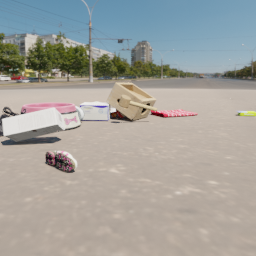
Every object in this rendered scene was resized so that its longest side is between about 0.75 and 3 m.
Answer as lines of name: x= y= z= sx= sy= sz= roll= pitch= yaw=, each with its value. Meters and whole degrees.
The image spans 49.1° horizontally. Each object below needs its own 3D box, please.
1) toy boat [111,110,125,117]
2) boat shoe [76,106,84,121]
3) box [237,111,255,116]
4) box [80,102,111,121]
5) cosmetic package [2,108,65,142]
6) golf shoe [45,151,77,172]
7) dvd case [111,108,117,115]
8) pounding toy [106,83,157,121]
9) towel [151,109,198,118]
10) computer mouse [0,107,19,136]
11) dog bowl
toy boat: x=-0.558 y=-0.818 z=14.679 sx=0.687 sy=0.686 sz=1.051 roll=-32 pitch=12 yaw=-3
boat shoe: x=-2.602 y=-0.783 z=13.569 sx=2.213 sy=0.783 sz=1.004 roll=7 pitch=17 yaw=43
box: x=6.421 y=-0.790 z=15.236 sx=0.949 sy=0.226 sz=0.578 roll=1 pitch=10 yaw=8
box: x=-1.593 y=-0.836 z=13.932 sx=1.368 sy=0.780 sz=1.488 roll=1 pitch=10 yaw=1
cosmetic package: x=-2.937 y=-0.089 z=8.789 sx=1.668 sy=0.617 sz=0.848 roll=-15 pitch=-15 yaw=0
golf shoe: x=-1.462 y=0.713 z=6.520 sx=0.521 sy=0.411 sz=1.132 roll=-9 pitch=14 yaw=-41
dvd case: x=-0.699 y=-0.959 z=16.296 sx=1.466 sy=0.180 sz=2.055 roll=0 pitch=11 yaw=-1
pounding toy: x=0.185 y=-1.028 z=13.369 sx=2.430 sy=1.265 sz=2.766 roll=36 pitch=23 yaw=19
towel: x=2.498 y=-0.822 z=15.408 sx=2.162 sy=0.243 sz=1.564 roll=-4 pitch=12 yaw=-24
computer mouse: x=-4.457 y=-0.135 z=10.135 sx=0.798 sy=1.153 sz=0.304 roll=37 pitch=-30 yaw=-11
dog bowl: x=-3.295 y=-0.526 z=11.811 sx=2.574 sy=0.949 sz=2.574 roll=0 pitch=10 yaw=0
